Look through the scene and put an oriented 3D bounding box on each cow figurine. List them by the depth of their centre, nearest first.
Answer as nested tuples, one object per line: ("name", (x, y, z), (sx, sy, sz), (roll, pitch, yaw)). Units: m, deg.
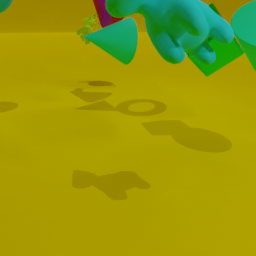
("cow figurine", (0.384, -1.240, 2.963), (1.243, 0.683, 1.224), (-8, 56, -42))
("cow figurine", (-1.387, -3.493, 9.919), (0.886, 0.872, 0.487), (53, 6, 28))

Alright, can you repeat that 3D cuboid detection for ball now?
("ball", (-3.482, -3.457, 6.873), (1.269, 1.269, 1.269), (0, 21, 0))

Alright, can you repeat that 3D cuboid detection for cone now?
("cone", (2.705, -1.439, 5.430), (1.470, 1.476, 1.470), (-7, 54, 10))
("cone", (-0.601, -2.476, 7.818), (1.319, 1.314, 1.314), (-2, 20, -25))
("cone", (-0.786, -4.218, 8.466), (1.652, 1.646, 1.646), (45, 32, 4))

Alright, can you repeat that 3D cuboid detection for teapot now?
("teapot", (-0.737, -4.114, 11.318), (1.979, 0.969, 1.230), (40, 2, 5))

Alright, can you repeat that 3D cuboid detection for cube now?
("cube", (1.726, -1.835, 5.937), (0.903, 0.903, 0.903), (28, 39, -44))
